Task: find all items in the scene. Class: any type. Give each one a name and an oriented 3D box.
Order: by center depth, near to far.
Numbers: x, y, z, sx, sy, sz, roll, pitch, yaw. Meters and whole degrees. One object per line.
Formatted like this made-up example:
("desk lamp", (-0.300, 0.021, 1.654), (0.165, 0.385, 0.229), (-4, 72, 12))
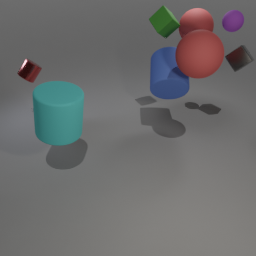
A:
("cylinder", (-2.017, -0.443, 8.181), (1.400, 1.400, 1.400), (6, 35, -5))
("ball", (2.108, -2.171, 8.280), (1.400, 1.400, 1.400), (0, 32, 0))
("ball", (3.538, -3.603, 9.441), (0.700, 0.700, 0.700), (0, 32, 0))
("cube", (1.317, -3.799, 10.075), (0.700, 0.700, 0.700), (4, 54, -57))
("cylinder", (1.520, -1.988, 10.283), (1.400, 1.400, 1.400), (2, 65, 3))
("cube", (4.181, -2.605, 10.483), (0.700, 0.700, 0.700), (-34, -4, 34))
("cylinder", (-3.915, -2.280, 11.165), (0.700, 0.700, 0.700), (34, 8, -5))
("ball", (2.784, -4.146, 11.469), (1.400, 1.400, 1.400), (0, 32, 0))
